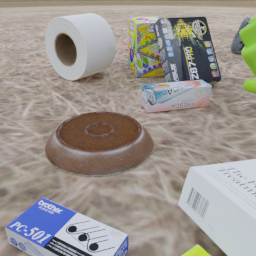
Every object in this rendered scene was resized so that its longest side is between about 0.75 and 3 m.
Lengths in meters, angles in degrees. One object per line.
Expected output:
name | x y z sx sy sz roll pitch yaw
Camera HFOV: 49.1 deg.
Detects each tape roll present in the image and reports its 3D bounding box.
tape roll | -1.834 -3.137 10.801 2.323 2.323 1.595 20 34 33

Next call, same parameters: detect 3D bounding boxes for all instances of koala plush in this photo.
koala plush | 6.489 -4.397 14.393 1.880 1.728 1.667 22 41 0

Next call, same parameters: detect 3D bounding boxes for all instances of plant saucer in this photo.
plant saucer | -0.660 0.196 6.542 2.532 0.436 2.532 0 29 0

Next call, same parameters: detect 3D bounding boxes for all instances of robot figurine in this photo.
robot figurine | 4.003 -1.693 7.107 2.336 2.663 1.540 -46 12 -28

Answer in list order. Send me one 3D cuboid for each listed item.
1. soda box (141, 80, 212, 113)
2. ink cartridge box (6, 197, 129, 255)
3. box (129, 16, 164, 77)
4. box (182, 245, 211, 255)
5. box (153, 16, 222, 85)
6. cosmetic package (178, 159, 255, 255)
soda box | 1.448 -0.977 8.440 2.033 0.695 0.646 -7 29 -14
ink cartridge box | -0.863 1.582 3.979 1.598 0.353 0.751 14 30 26
box | 0.806 -3.411 11.585 1.301 2.054 2.133 -4 27 -7
box | 0.987 2.199 2.687 1.211 0.473 1.986 -18 32 -32
box | 2.111 -2.693 10.002 1.991 2.470 0.606 -9 -6 -17
cosmetic package | 2.411 1.403 3.488 2.196 0.752 2.912 0 24 -32
